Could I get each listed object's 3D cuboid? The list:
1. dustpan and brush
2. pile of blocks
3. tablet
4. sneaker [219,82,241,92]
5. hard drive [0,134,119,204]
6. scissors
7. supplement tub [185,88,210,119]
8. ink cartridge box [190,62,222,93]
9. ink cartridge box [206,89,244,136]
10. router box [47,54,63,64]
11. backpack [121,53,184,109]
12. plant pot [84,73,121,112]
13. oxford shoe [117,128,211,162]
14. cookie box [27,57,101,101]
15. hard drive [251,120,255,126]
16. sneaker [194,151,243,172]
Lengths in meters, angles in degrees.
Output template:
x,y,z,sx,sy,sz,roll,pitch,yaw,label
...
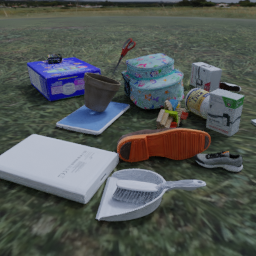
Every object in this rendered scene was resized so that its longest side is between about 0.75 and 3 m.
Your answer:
x,y,z,sx,sy,sz,roll,pitch,yaw,label
0.517,1.329,6.024,2.210,0.632,1.542,3,27,6,dustpan and brush
1.601,-0.491,9.339,0.687,0.908,2.212,11,29,20,pile of blocks
-1.162,-0.464,10.092,1.689,0.177,2.596,11,28,21,tablet
4.522,-1.789,12.594,1.109,0.404,0.469,20,14,31,sneaker
-1.844,0.912,7.147,2.738,0.360,1.805,10,29,20,hard drive
-0.254,-2.762,10.808,0.580,1.586,0.110,39,5,41,scissors
2.754,-0.853,10.041,0.908,0.908,1.257,-14,29,-26,supplement tub
3.498,-2.304,12.751,0.606,1.056,1.453,-11,29,-21,ink cartridge box
3.069,-0.492,8.935,0.532,1.280,0.938,-26,36,-36,ink cartridge box
-3.412,-3.221,13.005,0.646,0.268,0.863,-7,26,-15,router box
1.026,-1.830,11.086,2.206,1.871,2.485,-14,37,-11,backpack
-1.038,-1.227,9.898,1.300,1.128,1.300,17,17,-6,plant pot
0.968,0.312,7.798,2.562,0.913,0.934,-2,22,-3,oxford shoe
-2.931,-2.336,12.767,2.477,1.088,2.896,-16,31,-28,cookie box
4.715,-0.169,9.581,0.810,0.108,0.534,-7,28,-13,hard drive
2.351,0.785,7.283,1.224,0.485,0.453,6,29,14,sneaker
